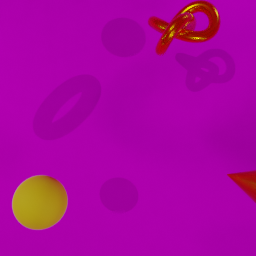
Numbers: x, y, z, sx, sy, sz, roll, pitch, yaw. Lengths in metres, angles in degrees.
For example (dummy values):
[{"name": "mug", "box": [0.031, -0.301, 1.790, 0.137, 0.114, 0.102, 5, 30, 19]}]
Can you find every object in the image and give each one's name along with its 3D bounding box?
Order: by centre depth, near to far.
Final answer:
[{"name": "cone", "box": [2.362, 1.007, 4.547, 1.541, 1.535, 1.535, 17, 87, 36]}, {"name": "ball", "box": [-1.426, 1.205, 4.574, 0.860, 0.860, 0.860, 0, 87, 0]}, {"name": "knot shape", "box": [0.904, -1.801, 5.131, 1.366, 1.278, 0.631, 2, 127, 36]}]
